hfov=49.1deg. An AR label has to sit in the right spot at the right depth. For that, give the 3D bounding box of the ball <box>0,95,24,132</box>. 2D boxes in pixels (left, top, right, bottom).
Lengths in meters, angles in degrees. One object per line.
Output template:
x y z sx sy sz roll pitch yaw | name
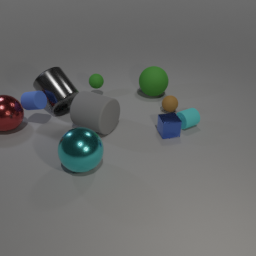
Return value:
-4.692 -0.562 10.640 1.400 1.400 1.400 0 32 0 | ball

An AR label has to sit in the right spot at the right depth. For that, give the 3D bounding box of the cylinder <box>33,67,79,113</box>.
-3.008 -1.605 11.802 1.400 1.400 1.400 -34 85 -42 | cylinder

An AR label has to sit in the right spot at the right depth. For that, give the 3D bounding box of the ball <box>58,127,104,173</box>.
-1.452 0.671 8.641 1.400 1.400 1.400 0 32 0 | ball

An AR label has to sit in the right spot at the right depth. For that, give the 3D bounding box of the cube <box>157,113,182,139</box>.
1.542 -0.088 10.531 0.700 0.700 0.700 -7 32 -11 | cube

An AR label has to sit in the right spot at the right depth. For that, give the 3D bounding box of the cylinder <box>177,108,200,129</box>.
2.338 -0.375 10.981 0.700 0.700 0.700 -18 36 -27 | cylinder

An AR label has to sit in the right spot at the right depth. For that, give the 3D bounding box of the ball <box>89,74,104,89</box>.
-1.484 -2.191 13.102 0.700 0.700 0.700 0 32 0 | ball

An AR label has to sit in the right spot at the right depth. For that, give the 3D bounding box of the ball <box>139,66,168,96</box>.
1.212 -2.215 13.273 1.400 1.400 1.400 0 32 0 | ball

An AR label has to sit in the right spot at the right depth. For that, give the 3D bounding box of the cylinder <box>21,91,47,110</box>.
-3.591 -1.043 10.692 0.700 0.700 0.700 -2 29 26 | cylinder

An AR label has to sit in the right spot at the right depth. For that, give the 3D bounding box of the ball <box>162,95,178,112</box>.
1.803 -1.050 12.023 0.700 0.700 0.700 0 32 0 | ball

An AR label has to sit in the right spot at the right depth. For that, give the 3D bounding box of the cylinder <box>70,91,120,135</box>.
-1.236 -0.596 10.666 1.400 1.400 1.400 18 36 26 | cylinder
